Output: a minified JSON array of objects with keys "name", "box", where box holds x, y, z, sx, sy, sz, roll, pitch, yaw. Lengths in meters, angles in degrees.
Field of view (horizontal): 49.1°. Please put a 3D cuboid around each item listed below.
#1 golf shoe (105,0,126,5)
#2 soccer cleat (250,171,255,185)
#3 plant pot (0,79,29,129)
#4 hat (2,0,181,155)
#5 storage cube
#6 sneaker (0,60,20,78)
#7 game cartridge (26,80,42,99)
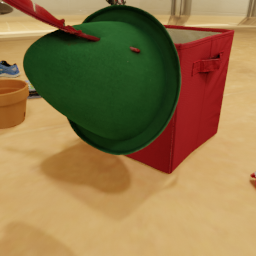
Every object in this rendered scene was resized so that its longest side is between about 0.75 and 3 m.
[{"name":"golf shoe","box":[-0.363,-4.319,10.224,0.773,1.756,0.678,-29,45,-28]},{"name":"soccer cleat","box":[2.439,1.038,4.981,0.277,0.258,0.757,-24,29,15]},{"name":"plant pot","box":[-3.336,-0.635,7.476,1.437,1.006,1.437,0,27,0]},{"name":"hat","box":[-0.893,-0.678,3.021,2.340,1.938,2.060,32,19,31]},{"name":"storage cube","box":[0.612,-0.887,6.282,2.799,2.516,2.393,20,32,33]},{"name":"sneaker","box":[-5.283,-2.502,11.683,1.528,0.681,0.600,0,26,2]},{"name":"game cartridge","box":[-3.174,-1.387,9.795,1.907,0.386,1.272,-8,23,-15]}]
